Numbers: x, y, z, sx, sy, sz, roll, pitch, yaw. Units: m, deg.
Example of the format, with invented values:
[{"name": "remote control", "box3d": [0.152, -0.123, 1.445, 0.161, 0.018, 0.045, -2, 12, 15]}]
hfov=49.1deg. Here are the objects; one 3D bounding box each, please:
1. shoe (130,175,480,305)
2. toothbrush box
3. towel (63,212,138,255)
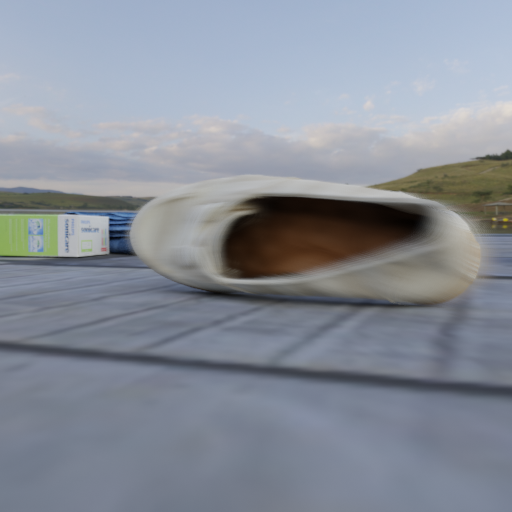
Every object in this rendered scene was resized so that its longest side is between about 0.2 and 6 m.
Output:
[{"name": "shoe", "box3d": [0.137, -0.191, 4.164, 2.827, 0.989, 0.755, 4, -9, 27]}, {"name": "toothbrush box", "box3d": [-3.904, -0.387, 10.591, 1.834, 0.790, 1.336, -1, 2, 8]}, {"name": "towel", "box3d": [-2.393, -0.514, 12.036, 3.718, 0.902, 2.076, 2, 3, 41]}]
